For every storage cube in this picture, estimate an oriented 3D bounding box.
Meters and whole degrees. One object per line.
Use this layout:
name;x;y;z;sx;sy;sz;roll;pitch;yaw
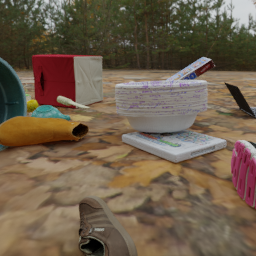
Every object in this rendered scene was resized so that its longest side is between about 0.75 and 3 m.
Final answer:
storage cube;-3.053;-2.568;14.752;2.649;2.519;2.947;9;17;27

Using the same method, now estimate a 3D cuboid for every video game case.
video game case;1.256;0.366;7.928;1.998;0.260;2.195;-11;17;-35

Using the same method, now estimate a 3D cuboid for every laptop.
laptop;5.491;-1.243;12.099;2.238;1.297;2.095;1;15;4

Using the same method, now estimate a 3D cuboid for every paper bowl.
paper bowl;1.015;-0.706;8.614;2.777;1.444;2.777;-3;10;0

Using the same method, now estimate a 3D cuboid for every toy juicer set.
toy juicer set;-2.955;-0.466;9.902;2.810;0.765;1.788;-15;30;-25

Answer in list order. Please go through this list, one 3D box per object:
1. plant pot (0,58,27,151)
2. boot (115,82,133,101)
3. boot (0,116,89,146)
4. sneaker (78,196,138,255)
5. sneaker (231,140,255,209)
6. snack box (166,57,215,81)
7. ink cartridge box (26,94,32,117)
plant pot;-4.725;-0.605;7.733;2.563;2.617;2.617;-2;13;23
boot;0.412;-1.780;15.148;1.305;1.051;2.889;14;24;16
boot;-2.294;0.070;7.920;1.646;0.809;2.299;3;9;27
sneaker;-0.454;1.339;3.703;0.543;0.506;1.437;-10;17;-30
sneaker;2.609;0.927;4.499;1.127;0.950;2.576;-2;19;-8
snack box;1.834;-1.752;10.617;2.825;0.344;1.016;-32;17;8
ink cartridge box;-5.186;-0.805;10.757;2.615;1.099;1.903;14;20;43
